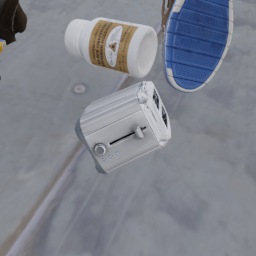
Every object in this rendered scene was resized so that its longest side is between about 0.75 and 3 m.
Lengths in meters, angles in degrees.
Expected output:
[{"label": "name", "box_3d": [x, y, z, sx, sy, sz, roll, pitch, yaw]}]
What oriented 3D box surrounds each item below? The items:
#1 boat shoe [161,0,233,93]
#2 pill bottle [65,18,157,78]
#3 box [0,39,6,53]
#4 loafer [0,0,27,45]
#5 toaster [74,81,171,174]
[{"label": "boat shoe", "box_3d": [1.046, -1.857, 4.511, 0.998, 1.000, 2.762, 14, 84, -14]}, {"label": "pill bottle", "box_3d": [-0.432, -1.943, 6.567, 2.001, 1.144, 1.144, 19, 53, 23]}, {"label": "box", "box_3d": [-3.014, -1.740, 5.775, 0.802, 0.166, 0.478, 18, 50, -4]}, {"label": "loafer", "box_3d": [-2.653, -2.530, 6.025, 0.934, 2.618, 0.955, -16, 93, -32]}, {"label": "toaster", "box_3d": [0.001, -0.082, 3.636, 0.936, 0.823, 1.449, -23, 14, 13]}]
